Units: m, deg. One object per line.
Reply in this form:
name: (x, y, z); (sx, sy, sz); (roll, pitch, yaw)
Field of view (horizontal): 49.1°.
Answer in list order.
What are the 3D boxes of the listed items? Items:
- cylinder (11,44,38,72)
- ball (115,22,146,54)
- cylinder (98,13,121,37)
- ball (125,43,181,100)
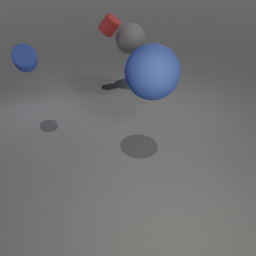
cylinder: (-3.092, -2.086, 8.406); (0.700, 0.700, 0.700); (-9, 2, -15)
ball: (0.109, -4.130, 12.922); (1.400, 1.400, 1.400); (0, 31, 0)
cylinder: (-0.788, -4.345, 11.845); (0.700, 0.700, 0.700); (29, 36, -23)
ball: (0.613, -1.399, 7.038); (1.400, 1.400, 1.400); (0, 31, 0)
